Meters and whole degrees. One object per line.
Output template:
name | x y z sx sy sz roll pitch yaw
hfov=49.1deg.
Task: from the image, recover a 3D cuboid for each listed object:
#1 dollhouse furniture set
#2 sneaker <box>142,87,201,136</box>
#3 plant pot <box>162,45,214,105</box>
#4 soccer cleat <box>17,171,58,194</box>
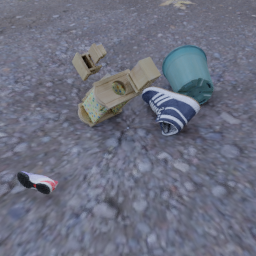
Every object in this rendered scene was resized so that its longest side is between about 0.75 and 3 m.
dollhouse furniture set | -0.682 -1.396 6.923 1.237 2.226 1.968 -29 85 -32
sneaker | 0.870 -0.463 7.547 1.929 0.676 1.046 22 67 45
plant pot | 1.846 -1.489 8.377 1.435 1.435 1.405 -4 47 -4
soccer cleat | -1.836 1.068 5.652 0.882 0.301 0.323 15 22 20
